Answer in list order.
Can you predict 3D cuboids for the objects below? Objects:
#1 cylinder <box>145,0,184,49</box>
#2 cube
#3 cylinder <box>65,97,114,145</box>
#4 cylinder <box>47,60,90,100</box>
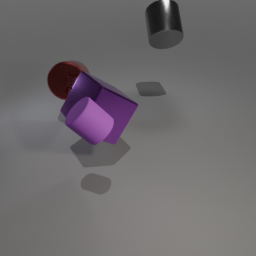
[{"bbox_3d":[1.448,-4.152,11.307,1.400,1.400,1.400,-4,75,-7],"label":"cylinder"},{"bbox_3d":[-0.856,-0.579,8.119,1.400,1.400,1.400,22,13,-41],"label":"cube"},{"bbox_3d":[-0.763,-0.133,5.548,0.700,0.700,0.700,-34,31,24],"label":"cylinder"},{"bbox_3d":[-2.228,-1.863,10.773,1.400,1.400,1.400,0,15,0],"label":"cylinder"}]
